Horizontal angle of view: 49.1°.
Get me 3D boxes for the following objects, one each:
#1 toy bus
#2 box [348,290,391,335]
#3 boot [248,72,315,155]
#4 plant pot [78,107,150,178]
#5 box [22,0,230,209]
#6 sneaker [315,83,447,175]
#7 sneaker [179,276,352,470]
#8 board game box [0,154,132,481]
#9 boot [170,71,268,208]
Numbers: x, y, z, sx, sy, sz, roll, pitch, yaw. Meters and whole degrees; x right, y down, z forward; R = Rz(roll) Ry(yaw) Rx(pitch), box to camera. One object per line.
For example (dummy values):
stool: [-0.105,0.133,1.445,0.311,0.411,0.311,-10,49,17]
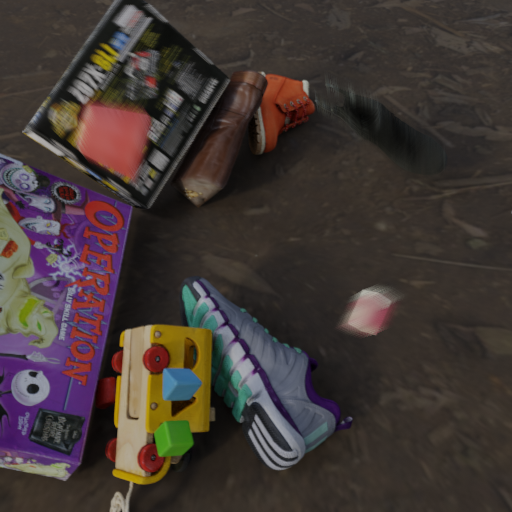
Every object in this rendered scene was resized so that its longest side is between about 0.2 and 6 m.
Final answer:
toy bus: [-1.215,2.103,7.678,1.263,2.444,2.307,10,29,-34]
box: [1.493,0.743,7.388,0.324,0.276,0.507,7,69,61]
boot: [0.597,-3.411,13.246,1.615,1.130,3.012,7,45,-1]
plant pot: [-2.254,-1.861,8.869,0.912,1.031,1.031,17,44,-13]
box: [-2.380,-2.943,10.811,0.807,2.611,3.270,12,70,60]
sneaker: [2.477,-2.458,10.977,2.631,0.790,1.372,39,17,18]
sneaker: [0.022,1.556,8.536,1.432,1.218,3.272,-16,57,-31]
board game box: [-3.726,0.541,8.550,3.030,0.815,5.049,25,41,-26]
boot: [-1.302,-2.532,12.253,2.844,0.980,3.051,4,68,46]
